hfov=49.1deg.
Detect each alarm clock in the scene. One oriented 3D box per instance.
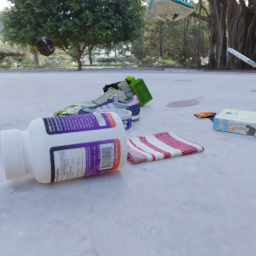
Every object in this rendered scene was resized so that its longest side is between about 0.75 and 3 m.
[{"bbox_3d":[-3.559,-3.386,11.828,1.178,0.795,0.392,-14,27,48],"label":"alarm clock"}]

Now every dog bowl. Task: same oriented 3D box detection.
[{"bbox_3d":[-0.634,-0.358,11.814,1.588,0.626,1.588,0,15,0],"label":"dog bowl"}]

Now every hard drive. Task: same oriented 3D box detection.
[{"bbox_3d":[4.818,-2.993,11.831,0.765,0.155,1.159,9,33,-39],"label":"hard drive"}]

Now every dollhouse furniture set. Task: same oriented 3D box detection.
[{"bbox_3d":[-0.359,-1.637,16.402,2.887,1.449,1.891,-37,29,-16],"label":"dollhouse furniture set"}]

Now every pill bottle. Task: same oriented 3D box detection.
[{"bbox_3d":[-1.557,0.476,6.885,2.787,1.553,1.553,-7,16,-23],"label":"pill bottle"}]

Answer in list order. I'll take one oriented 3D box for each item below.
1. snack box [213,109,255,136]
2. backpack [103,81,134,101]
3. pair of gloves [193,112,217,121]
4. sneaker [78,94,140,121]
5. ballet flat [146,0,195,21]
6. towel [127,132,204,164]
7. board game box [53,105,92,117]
[{"bbox_3d":[5.099,-0.179,11.117,2.967,0.550,1.724,11,21,32],"label":"snack box"},{"bbox_3d":[-0.234,-2.389,18.102,2.166,1.665,1.767,-31,25,-21],"label":"backpack"},{"bbox_3d":[4.072,-0.517,13.295,1.396,0.194,1.567,-8,20,-32],"label":"pair of gloves"},{"bbox_3d":[-0.900,-1.001,13.087,2.946,1.208,1.034,0,15,1],"label":"sneaker"},{"bbox_3d":[1.315,-3.781,8.881,0.800,0.739,2.372,40,32,27],"label":"ballet flat"},{"bbox_3d":[0.897,0.562,9.041,2.541,0.289,1.830,-7,17,-24],"label":"towel"},{"bbox_3d":[-2.789,-0.864,14.481,1.199,0.268,2.288,1,15,12],"label":"board game box"}]
